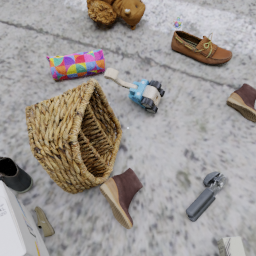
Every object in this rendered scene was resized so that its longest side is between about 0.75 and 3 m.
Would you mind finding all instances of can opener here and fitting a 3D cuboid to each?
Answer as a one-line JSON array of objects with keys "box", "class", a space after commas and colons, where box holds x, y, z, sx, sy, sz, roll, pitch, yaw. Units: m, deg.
[{"box": [2.405, 2.085, 8.802, 1.858, 0.496, 0.621, -39, 32, -22], "class": "can opener"}]

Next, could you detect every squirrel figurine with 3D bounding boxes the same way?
[{"box": [-0.569, -5.728, 13.313, 2.782, 1.969, 2.596, -31, 71, -3], "class": "squirrel figurine"}]

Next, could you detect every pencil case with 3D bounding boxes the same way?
[{"box": [-2.108, -2.645, 11.510, 2.362, 1.044, 1.044, -9, 57, -9], "class": "pencil case"}]

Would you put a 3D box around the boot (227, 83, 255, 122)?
[{"box": [4.718, -1.027, 10.698, 1.284, 0.558, 1.543, -38, 61, -20], "class": "boot"}]

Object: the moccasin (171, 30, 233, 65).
[{"box": [3.181, -3.543, 12.069, 2.695, 1.040, 0.986, 31, 62, 19], "class": "moccasin"}]

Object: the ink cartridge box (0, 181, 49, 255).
[{"box": [-3.290, 2.946, 6.840, 1.922, 2.611, 1.889, -27, 61, -17], "class": "ink cartridge box"}]

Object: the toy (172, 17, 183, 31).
[{"box": [2.410, -5.090, 13.599, 0.493, 0.202, 0.857, 9, 57, 6], "class": "toy"}]

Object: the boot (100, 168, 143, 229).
[{"box": [0.028, 2.026, 8.281, 1.278, 0.556, 1.536, -25, 74, -37], "class": "boot"}]

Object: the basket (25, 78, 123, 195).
[{"box": [-1.197, 0.456, 8.057, 2.194, 2.945, 2.102, -23, 53, 0], "class": "basket"}]

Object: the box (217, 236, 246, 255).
[{"box": [2.889, 3.784, 7.489, 0.536, 0.644, 1.566, -4, 55, -2], "class": "box"}]

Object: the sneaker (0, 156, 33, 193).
[{"box": [-4.174, 1.140, 8.844, 2.383, 1.266, 0.891, 19, 59, 12], "class": "sneaker"}]

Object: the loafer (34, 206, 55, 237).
[{"box": [-2.546, 2.774, 8.300, 0.344, 0.388, 1.019, -30, 61, -24], "class": "loafer"}]

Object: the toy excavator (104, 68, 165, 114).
[{"box": [0.210, -1.432, 10.306, 1.899, 1.846, 0.948, 19, 80, 23], "class": "toy excavator"}]
